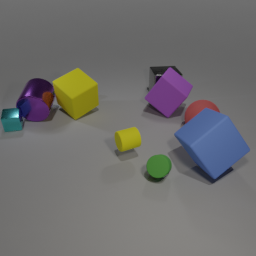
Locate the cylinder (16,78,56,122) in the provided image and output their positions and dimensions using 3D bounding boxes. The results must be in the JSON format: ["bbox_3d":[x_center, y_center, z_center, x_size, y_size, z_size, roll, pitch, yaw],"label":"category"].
[{"bbox_3d":[-4.010,-1.242,12.326,1.400,1.400,1.400,1,43,1],"label":"cylinder"}]

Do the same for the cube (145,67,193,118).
[{"bbox_3d":[1.853,-1.616,12.656,1.400,1.400,1.400,39,36,-1],"label":"cube"}]

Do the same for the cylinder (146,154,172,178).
[{"bbox_3d":[0.982,1.181,8.750,0.700,0.700,0.700,9,-1,16],"label":"cylinder"}]

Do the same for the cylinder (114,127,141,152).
[{"bbox_3d":[-0.009,0.377,9.401,0.700,0.700,0.700,-14,33,-21],"label":"cylinder"}]

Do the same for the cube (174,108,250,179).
[{"bbox_3d":[2.562,0.428,8.721,1.400,1.400,1.400,-39,18,0],"label":"cube"}]

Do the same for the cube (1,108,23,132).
[{"bbox_3d":[-4.800,-0.346,11.618,0.700,0.700,0.700,-7,41,-11],"label":"cube"}]

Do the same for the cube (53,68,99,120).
[{"bbox_3d":[-2.282,-1.522,12.454,1.400,1.400,1.400,-36,62,-27],"label":"cube"}]

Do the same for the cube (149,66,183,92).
[{"bbox_3d":[1.896,-2.314,14.471,1.400,1.400,1.400,-3,30,-6],"label":"cube"}]

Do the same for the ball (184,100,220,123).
[{"bbox_3d":[2.966,-0.426,11.179,1.400,1.400,1.400,0,30,0],"label":"ball"}]
